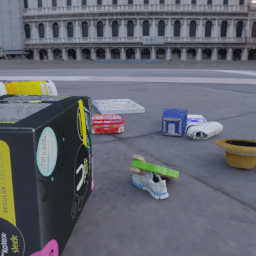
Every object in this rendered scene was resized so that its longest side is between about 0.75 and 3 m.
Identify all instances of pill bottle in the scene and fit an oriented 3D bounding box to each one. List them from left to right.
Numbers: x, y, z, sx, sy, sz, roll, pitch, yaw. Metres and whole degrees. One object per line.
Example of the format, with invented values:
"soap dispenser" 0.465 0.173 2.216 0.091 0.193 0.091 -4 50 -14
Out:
"pill bottle" -4.166 -1.097 10.885 2.588 1.414 1.414 -9 17 -31

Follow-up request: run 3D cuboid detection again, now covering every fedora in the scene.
"fedora" 2.558 0.579 6.274 1.323 0.539 1.323 1 7 0

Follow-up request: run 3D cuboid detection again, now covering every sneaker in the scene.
"sneaker" 0.406 0.953 5.157 0.341 0.395 0.911 -12 18 -36
"sneaker" 2.340 0.126 8.374 1.236 0.472 0.497 -7 32 -17

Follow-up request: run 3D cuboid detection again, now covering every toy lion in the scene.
"toy lion" 0.515 0.792 5.348 0.908 0.325 0.948 13 -10 10

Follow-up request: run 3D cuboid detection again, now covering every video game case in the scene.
"video game case" -0.516 -1.007 12.887 1.868 0.235 2.608 -4 15 -15

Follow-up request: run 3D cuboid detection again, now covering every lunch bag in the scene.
"lunch bag" -0.714 -0.093 9.039 1.178 0.483 1.037 -2 20 -6

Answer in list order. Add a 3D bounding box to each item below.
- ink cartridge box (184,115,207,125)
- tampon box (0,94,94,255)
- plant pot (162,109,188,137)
"ink cartridge box" 2.024 -0.235 9.824 1.322 0.287 1.309 3 15 4
"tampon box" -1.462 0.547 3.915 1.502 1.783 2.379 1 15 5
"plant pot" 1.419 -0.139 8.668 0.761 0.761 0.685 5 23 17
